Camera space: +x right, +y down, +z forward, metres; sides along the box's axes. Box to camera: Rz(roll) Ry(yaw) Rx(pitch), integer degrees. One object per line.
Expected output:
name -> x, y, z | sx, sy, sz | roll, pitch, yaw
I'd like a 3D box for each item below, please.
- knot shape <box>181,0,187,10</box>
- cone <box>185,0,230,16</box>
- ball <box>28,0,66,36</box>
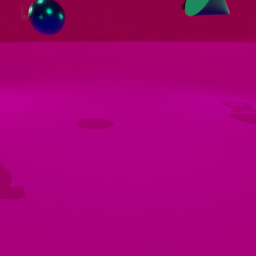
knot shape -> 2.314, -4.814, 9.993 | 0.781, 1.690, 1.581 | -1, 3, 6
cone -> 2.746, -3.884, 8.821 | 1.326, 1.321, 1.321 | 18, 10, -26
ball -> -2.354, -3.243, 8.173 | 1.044, 1.044, 1.044 | 0, 19, 0
